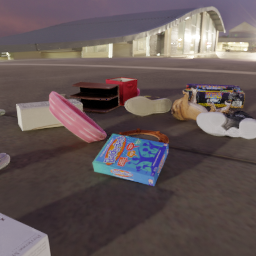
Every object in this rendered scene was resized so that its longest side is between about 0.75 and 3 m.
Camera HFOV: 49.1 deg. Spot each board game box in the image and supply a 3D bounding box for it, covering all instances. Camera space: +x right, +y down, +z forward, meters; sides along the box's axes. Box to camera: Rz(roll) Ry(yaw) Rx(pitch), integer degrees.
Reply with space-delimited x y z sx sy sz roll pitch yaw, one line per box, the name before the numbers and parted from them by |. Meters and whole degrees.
board game box | 0.093 0.755 7.140 1.602 0.360 1.218 9 40 20
board game box | 4.501 -1.768 14.906 2.876 0.815 2.377 4 20 12

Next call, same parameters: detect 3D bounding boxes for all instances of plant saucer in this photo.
plant saucer | -1.706 -0.273 9.085 2.251 0.570 2.251 40 0 0

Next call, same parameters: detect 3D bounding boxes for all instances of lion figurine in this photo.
lion figurine | 2.799 -0.616 10.977 0.942 1.592 2.599 -26 45 -32

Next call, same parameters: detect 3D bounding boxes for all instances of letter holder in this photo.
letter holder | -1.756 -1.501 13.554 2.246 1.129 1.596 8 20 23

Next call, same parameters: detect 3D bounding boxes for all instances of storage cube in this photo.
storage cube | -0.332 -1.947 14.744 1.397 1.256 1.194 14 23 38

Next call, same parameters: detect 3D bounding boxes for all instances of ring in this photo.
ring | 0.451 0.327 9.488 1.858 0.178 1.858 0 19 0

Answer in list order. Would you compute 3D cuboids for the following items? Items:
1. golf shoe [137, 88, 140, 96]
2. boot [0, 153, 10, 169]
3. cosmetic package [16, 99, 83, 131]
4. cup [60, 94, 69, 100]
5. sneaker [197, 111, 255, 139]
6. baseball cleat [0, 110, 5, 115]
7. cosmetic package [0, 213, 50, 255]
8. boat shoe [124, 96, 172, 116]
golf shoe | -0.400 -2.212 16.226 2.402 0.905 1.099 8 16 20
boot | -3.562 0.782 7.317 0.490 0.637 1.333 2 18 6
cosmetic package | -3.036 -0.561 10.950 2.327 0.851 1.205 -9 18 -25
cup | -3.351 -1.424 14.266 0.775 0.554 0.775 -1 18 0
sneaker | 3.618 -0.204 10.167 2.176 0.821 1.238 11 20 15
baseball cleat | -5.911 -0.654 12.407 0.467 0.306 0.878 4 8 30
cosmetic package | -2.059 1.803 4.249 1.641 0.607 0.834 8 20 28
boat shoe | 0.832 -1.050 12.702 2.384 0.857 0.710 -5 14 -29
